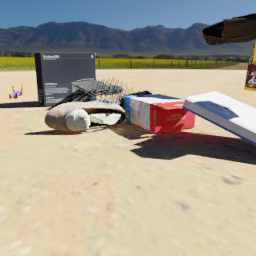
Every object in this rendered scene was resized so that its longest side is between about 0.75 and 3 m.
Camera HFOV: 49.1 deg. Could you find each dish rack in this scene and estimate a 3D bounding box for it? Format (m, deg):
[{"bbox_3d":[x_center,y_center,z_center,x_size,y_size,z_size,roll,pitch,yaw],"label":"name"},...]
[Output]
[{"bbox_3d":[-0.663,-1.556,11.640,2.869,0.783,2.201,30,24,21],"label":"dish rack"}]

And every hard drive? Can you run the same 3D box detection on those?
[{"bbox_3d":[2.913,-0.156,6.822,2.701,0.343,1.782,33,31,32],"label":"hard drive"}]

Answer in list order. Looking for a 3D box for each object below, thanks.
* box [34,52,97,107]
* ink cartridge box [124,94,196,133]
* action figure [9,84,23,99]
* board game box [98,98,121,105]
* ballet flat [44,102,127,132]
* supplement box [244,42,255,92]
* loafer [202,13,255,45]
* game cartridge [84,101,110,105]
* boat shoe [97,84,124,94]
[{"bbox_3d":[-2.810,-2.274,12.795,2.512,2.288,1.308,-7,16,-28],"label":"box"},{"bbox_3d":[1.055,-0.486,8.720,1.467,0.849,2.524,-7,16,-25],"label":"ink cartridge box"},{"bbox_3d":[-5.991,-2.022,15.044,0.499,0.757,1.529,-2,12,-9],"label":"action figure"},{"bbox_3d":[-0.705,-1.202,12.841,0.757,0.193,1.117,13,19,40],"label":"board game box"},{"bbox_3d":[-1.115,-0.322,8.244,2.532,0.862,0.852,-10,26,-31],"label":"ballet flat"},{"bbox_3d":[3.082,-1.405,6.415,0.560,0.843,0.832,13,54,16],"label":"supplement box"},{"bbox_3d":[3.366,-3.159,9.056,0.778,0.796,2.180,2,-4,-45],"label":"loafer"},{"bbox_3d":[-1.520,-0.822,11.188,1.643,0.341,1.094,-12,15,-39],"label":"game cartridge"},{"bbox_3d":[-1.145,-2.078,15.938,1.924,0.699,0.604,0,56,-21],"label":"boat shoe"}]
